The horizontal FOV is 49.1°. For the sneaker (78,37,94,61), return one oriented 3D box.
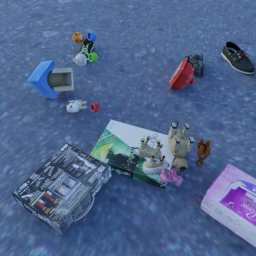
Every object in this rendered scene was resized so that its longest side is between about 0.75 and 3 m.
[{"bbox_3d":[-2.191,-4.069,14.225,0.662,0.765,1.847,6,46,5],"label":"sneaker"}]

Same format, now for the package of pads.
[{"bbox_3d":[3.518,2.328,7.801,2.598,0.983,1.565,32,54,28],"label":"package of pads"}]

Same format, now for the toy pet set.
[{"bbox_3d":[-2.605,-2.105,10.884,1.590,2.995,2.796,-12,15,-40],"label":"toy pet set"}]

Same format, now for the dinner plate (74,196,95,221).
[{"bbox_3d":[-1.851,2.148,8.537,1.681,0.204,1.681,0,45,0],"label":"dinner plate"}]

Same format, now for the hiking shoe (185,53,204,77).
[{"bbox_3d":[3.085,-2.931,13.270,0.943,0.710,1.874,1,36,13],"label":"hiking shoe"}]

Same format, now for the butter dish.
[{"bbox_3d":[2.482,-2.213,12.274,0.925,1.251,1.248,29,46,-2],"label":"butter dish"}]

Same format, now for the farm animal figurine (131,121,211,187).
[{"bbox_3d":[1.328,0.930,8.641,2.254,1.133,1.820,-26,53,-31],"label":"farm animal figurine"}]

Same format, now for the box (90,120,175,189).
[{"bbox_3d":[0.261,0.808,9.641,2.698,0.490,1.947,15,47,14],"label":"box"}]

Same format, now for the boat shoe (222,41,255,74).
[{"bbox_3d":[5.386,-3.445,13.691,0.821,0.703,2.243,-14,49,-14],"label":"boat shoe"}]

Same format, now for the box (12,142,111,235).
[{"bbox_3d":[-1.914,1.687,8.452,1.852,0.584,2.349,24,51,23],"label":"box"}]
